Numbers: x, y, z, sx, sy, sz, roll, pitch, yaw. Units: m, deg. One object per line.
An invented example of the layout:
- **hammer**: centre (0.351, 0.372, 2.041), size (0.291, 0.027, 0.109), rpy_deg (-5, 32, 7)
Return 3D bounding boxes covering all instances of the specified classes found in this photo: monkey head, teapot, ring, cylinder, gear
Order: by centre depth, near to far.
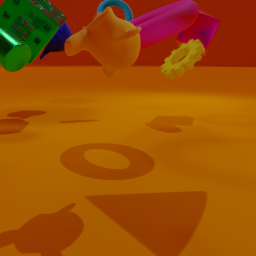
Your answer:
- **monkey head**: centre (-0.262, -0.921, 3.222), size (0.789, 0.661, 1.096), rpy_deg (-37, -3, -21)
- **ring**: centre (0.376, -1.964, 5.532), size (2.047, 0.409, 2.047), rpy_deg (-21, 23, 9)
- **cylinder**: centre (-2.801, -1.813, 6.512), size (0.750, 0.750, 0.750), rpy_deg (39, 26, 14)
- **gear**: centre (1.517, -1.938, 7.877), size (1.310, 0.242, 1.310), rpy_deg (-36, 27, 22)
- **ring**: centre (-0.404, -3.520, 8.792), size (1.153, 1.153, 0.231), rpy_deg (-4, -8, -15)
- **teapot**: centre (-2.651, -3.172, 9.875), size (1.946, 1.210, 0.953), rpy_deg (-42, 12, 46)

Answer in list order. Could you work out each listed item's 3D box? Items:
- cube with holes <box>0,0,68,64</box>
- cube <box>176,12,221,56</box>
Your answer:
- **cube with holes**: centre (-2.808, -2.989, 7.996), size (1.397, 1.397, 1.397), rpy_deg (39, 23, -21)
- **cube**: centre (2.206, -2.986, 8.843), size (1.007, 1.007, 1.007), rpy_deg (26, 12, 10)
